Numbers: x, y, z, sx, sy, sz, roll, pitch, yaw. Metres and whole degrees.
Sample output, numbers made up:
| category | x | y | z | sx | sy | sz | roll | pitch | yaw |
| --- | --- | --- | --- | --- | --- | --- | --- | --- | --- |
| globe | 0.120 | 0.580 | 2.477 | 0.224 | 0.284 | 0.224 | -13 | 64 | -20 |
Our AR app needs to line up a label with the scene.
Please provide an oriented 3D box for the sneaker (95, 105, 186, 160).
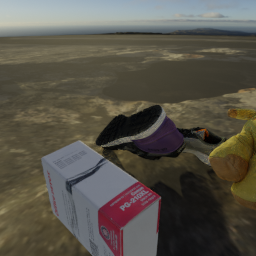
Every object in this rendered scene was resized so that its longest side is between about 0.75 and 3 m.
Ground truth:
| category | x | y | z | sx | sy | sz | roll | pitch | yaw |
| --- | --- | --- | --- | --- | --- | --- | --- | --- | --- |
| sneaker | 0.198 | 0.356 | 6.557 | 1.027 | 1.188 | 2.713 | -53 | 21 | -22 |

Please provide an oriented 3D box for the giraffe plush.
| category | x | y | z | sx | sy | sz | roll | pitch | yaw |
| --- | --- | --- | --- | --- | --- | --- | --- | --- | --- |
| giraffe plush | 2.652 | 0.212 | 4.443 | 1.874 | 1.762 | 2.172 | 29 | 58 | -8 |

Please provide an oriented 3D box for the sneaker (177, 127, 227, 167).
| category | x | y | z | sx | sy | sz | roll | pitch | yaw |
| --- | --- | --- | --- | --- | --- | --- | --- | --- | --- |
| sneaker | 1.504 | 0.238 | 6.702 | 1.940 | 0.769 | 0.717 | 19 | 44 | 31 |

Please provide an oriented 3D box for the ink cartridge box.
| category | x | y | z | sx | sy | sz | roll | pitch | yaw |
| --- | --- | --- | --- | --- | --- | --- | --- | --- | --- |
| ink cartridge box | -0.411 | 1.097 | 3.908 | 0.703 | 1.207 | 1.667 | -28 | 42 | -36 |
